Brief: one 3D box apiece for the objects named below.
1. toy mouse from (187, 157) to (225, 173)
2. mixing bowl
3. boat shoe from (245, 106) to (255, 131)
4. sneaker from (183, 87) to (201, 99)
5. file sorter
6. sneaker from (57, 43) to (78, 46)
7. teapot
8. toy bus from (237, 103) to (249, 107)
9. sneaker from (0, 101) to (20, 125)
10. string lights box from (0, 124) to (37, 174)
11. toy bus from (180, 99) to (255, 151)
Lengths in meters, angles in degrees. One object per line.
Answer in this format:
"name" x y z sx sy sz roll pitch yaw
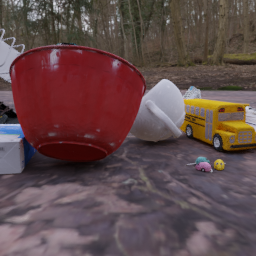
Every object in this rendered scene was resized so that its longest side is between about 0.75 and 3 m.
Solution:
"toy mouse" 1.393 0.643 5.085 0.675 0.147 0.760 4 10 23
"mixing bowl" -0.936 -0.181 5.125 2.523 1.366 2.523 2 -20 1
"boat shoe" 3.111 -0.162 7.296 0.848 0.754 2.306 42 2 -23
"sneaker" 3.736 -1.906 17.117 1.065 1.231 2.841 7 13 31
"file sorter" -3.523 -2.065 8.433 0.948 1.057 1.523 3 -20 34
"sneaker" -2.175 -3.157 11.901 1.857 0.663 0.742 6 -6 -38
"teapot" 0.821 -0.267 7.094 1.797 1.313 1.774 -43 -1 -41
"toy bus" 6.008 -1.158 15.238 1.081 0.352 0.423 5 12 24
"sneaker" -3.367 -0.406 7.171 2.858 1.518 1.069 1 10 3
"string lights box" -2.440 0.331 5.572 1.035 0.594 2.014 -1 10 -8
"toy bus" 2.170 -0.155 7.146 0.856 1.030 2.630 -2 10 -14
